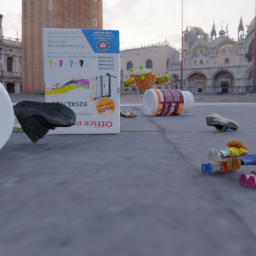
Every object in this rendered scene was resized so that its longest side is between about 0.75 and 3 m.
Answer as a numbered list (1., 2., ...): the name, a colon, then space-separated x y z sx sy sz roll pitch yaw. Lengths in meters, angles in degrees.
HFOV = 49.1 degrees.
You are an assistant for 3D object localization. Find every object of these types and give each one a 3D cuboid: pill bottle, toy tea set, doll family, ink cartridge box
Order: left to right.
1. pill bottle: -2.643 -0.229 4.244 1.471 1.471 2.648 -5 9 -37
2. ink cartridge box: -1.208 -1.250 7.949 1.964 2.668 1.930 0 9 -4
3. toy tea set: 0.386 -1.581 8.355 1.073 0.668 1.804 -21 21 -28
4. pill bottle: 2.110 -1.330 14.553 2.426 1.385 1.385 -3 7 -25
5. doll family: 1.414 0.377 3.390 0.633 0.459 1.020 -3 7 -27

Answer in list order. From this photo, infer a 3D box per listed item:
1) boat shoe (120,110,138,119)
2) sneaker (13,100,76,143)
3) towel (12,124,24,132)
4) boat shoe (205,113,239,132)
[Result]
1. boat shoe: 0.020 -0.619 12.807 0.406 0.357 1.140 -3 8 -42
2. sneaker: -1.598 -0.083 5.589 1.393 0.798 0.533 6 37 19
3. towel: -2.993 -0.013 8.131 1.021 0.186 0.758 2 8 18
4. boat shoe: 2.652 -0.092 7.940 1.219 0.395 0.438 18 -13 -31
